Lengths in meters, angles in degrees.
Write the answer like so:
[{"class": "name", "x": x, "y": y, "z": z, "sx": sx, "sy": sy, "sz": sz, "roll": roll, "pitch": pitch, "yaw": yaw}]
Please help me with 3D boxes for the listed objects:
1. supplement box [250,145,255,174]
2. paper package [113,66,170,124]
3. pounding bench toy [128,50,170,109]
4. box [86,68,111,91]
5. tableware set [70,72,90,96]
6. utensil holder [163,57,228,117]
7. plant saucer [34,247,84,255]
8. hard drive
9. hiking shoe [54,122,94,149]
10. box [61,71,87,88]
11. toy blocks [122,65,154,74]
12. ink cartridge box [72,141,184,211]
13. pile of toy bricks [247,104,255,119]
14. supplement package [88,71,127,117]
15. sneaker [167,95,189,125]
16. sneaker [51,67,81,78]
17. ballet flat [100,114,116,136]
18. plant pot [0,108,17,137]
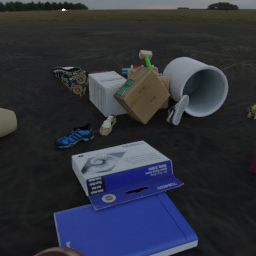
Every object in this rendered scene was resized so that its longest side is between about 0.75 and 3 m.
[{"class": "supplement box", "x": 5.166, "y": 0.869, "z": 8.533, "sx": 2.296, "sy": 1.185, "sz": 1.503, "roll": -15, "pitch": 30, "yaw": -27}, {"class": "paper package", "x": 0.588, "y": -1.359, "z": 11.552, "sx": 1.779, "sy": 1.695, "sz": 0.920, "roll": -49, "pitch": 35, "yaw": -10}, {"class": "pounding bench toy", "x": 0.976, "y": -2.310, "z": 13.392, "sx": 1.551, "sy": 2.497, "sz": 1.948, "roll": -7, "pitch": 27, "yaw": -13}, {"class": "box", "x": -1.490, "y": -2.507, "z": 15.241, "sx": 1.172, "sy": 1.184, "sz": 1.428, "roll": -14, "pitch": 30, "yaw": -25}, {"class": "tableware set", "x": -2.108, "y": -1.857, "z": 12.107, "sx": 0.666, "sy": 1.007, "sz": 0.202, "roll": 18, "pitch": 36, "yaw": -10}, {"class": "utensil holder", "x": 2.992, "y": -2.058, "z": 13.225, "sx": 2.272, "sy": 2.272, "sz": 2.673, "roll": -6, "pitch": 25, "yaw": -12}, {"class": "plant saucer", "x": -1.456, "y": 2.889, "z": 5.102, "sx": 1.661, "sy": 0.304, "sz": 1.661, "roll": -6, "pitch": 38, "yaw": 5}, {"class": "hard drive", "x": -0.137, "y": 2.347, "z": 6.520, "sx": 2.871, "sy": 0.364, "sz": 1.894, "roll": -10, "pitch": 28, "yaw": -18}, {"class": "hiking shoe", "x": -2.014, "y": 0.251, "z": 10.323, "sx": 1.582, "sy": 0.686, "sz": 0.589, "roll": -20, "pitch": 33, "yaw": -35}, {"class": "box", "x": -2.819, "y": -2.994, "z": 16.967, "sx": 2.112, "sy": 0.521, "sz": 1.687, "roll": -13, "pitch": 31, "yaw": -24}, {"class": "toy blocks", "x": 0.665, "y": -3.492, "z": 17.691, "sx": 2.042, "sy": 0.742, "sz": 1.702, "roll": -1, "pitch": 26, "yaw": -2}, {"class": "ink cartridge box", "x": -0.139, "y": 1.192, "z": 8.200, "sx": 2.608, "sy": 0.530, "sz": 2.613, "roll": -11, "pitch": 20, "yaw": -21}, {"class": "pile of toy bricks", "x": 5.716, "y": -0.842, "z": 12.694, "sx": 0.567, "sy": 0.505, "sz": 1.022, "roll": 17, "pitch": 31, "yaw": 30}, {"class": "supplement package", "x": -0.844, "y": -1.678, "z": 13.323, "sx": 1.417, "sy": 1.422, "sz": 2.424, "roll": -11, "pitch": 29, "yaw": -23}, {"class": "sneaker", "x": 2.054, "y": -0.806, "z": 11.771, "sx": 0.543, "sy": 1.367, "sz": 0.536, "roll": 18, "pitch": -14, "yaw": 46}, {"class": "sneaker", "x": -4.022, "y": -3.615, "z": 18.183, "sx": 1.891, "sy": 0.697, "sz": 0.756, "roll": -4, "pitch": 14, "yaw": -18}, {"class": "ballet flat", "x": -0.824, "y": -0.176, "z": 11.422, "sx": 0.496, "sy": 0.459, "sz": 1.407, "roll": 7, "pitch": 28, "yaw": 9}, {"class": "plant pot", "x": -5.147, "y": -0.187, "z": 10.494, "sx": 1.685, "sy": 1.579, "sz": 1.579, "roll": -9, "pitch": 26, "yaw": -38}]
